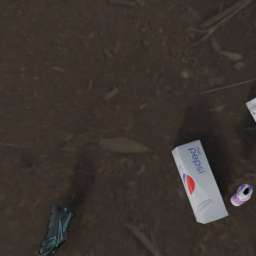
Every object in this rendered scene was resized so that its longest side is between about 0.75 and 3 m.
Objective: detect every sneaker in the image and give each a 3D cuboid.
[{"bbox_3d":[-1.918,2.963,7.440,0.682,0.649,1.721,19,76,-15],"label":"sneaker"},{"bbox_3d":[3.219,1.703,7.558,0.369,0.581,1.019,43,38,20],"label":"sneaker"}]

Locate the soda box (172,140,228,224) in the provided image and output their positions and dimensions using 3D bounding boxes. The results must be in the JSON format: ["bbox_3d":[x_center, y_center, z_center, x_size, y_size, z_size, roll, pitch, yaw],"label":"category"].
[{"bbox_3d":[2.029,1.533,8.086,0.760,0.707,2.228,-16,77,-7],"label":"soda box"}]

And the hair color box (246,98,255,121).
[{"bbox_3d":[4.097,-0.543,8.755,0.248,0.431,0.777,-15,74,-40],"label":"hair color box"}]
